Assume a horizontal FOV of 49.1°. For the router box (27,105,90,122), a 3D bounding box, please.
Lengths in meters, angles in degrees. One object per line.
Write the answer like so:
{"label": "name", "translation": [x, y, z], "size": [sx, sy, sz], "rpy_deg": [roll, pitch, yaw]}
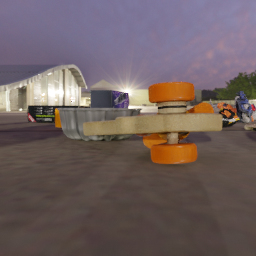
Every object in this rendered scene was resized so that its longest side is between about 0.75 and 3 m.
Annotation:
{"label": "router box", "translation": [-2.846, -0.613, 12.058], "size": [2.315, 0.719, 1.734], "rpy_deg": [2, 4, 12]}

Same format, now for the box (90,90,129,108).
{"label": "box", "translation": [-0.668, -0.789, 10.771], "size": [0.896, 1.271, 1.717], "rpy_deg": [2, 5, 21]}

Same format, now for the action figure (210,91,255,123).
{"label": "action figure", "translation": [4.419, -0.733, 11.630], "size": [2.057, 1.112, 2.127], "rpy_deg": [6, 31, 18]}

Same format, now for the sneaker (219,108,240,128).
{"label": "sneaker", "translation": [2.760, -0.327, 8.193], "size": [1.217, 0.548, 0.426], "rpy_deg": [-4, -30, -40]}

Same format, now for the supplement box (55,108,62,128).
{"label": "supplement box", "translation": [-1.334, -0.327, 8.737], "size": [1.027, 0.599, 1.630], "rpy_deg": [3, 4, 28]}

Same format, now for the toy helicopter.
{"label": "toy helicopter", "translation": [0.236, -0.047, 3.719], "size": [2.055, 0.810, 1.359], "rpy_deg": [-3, 1, 41]}

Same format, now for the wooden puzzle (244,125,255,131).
{"label": "wooden puzzle", "translation": [3.755, 0.003, 7.132], "size": [1.081, 0.218, 1.169], "rpy_deg": [-1, -1, -9]}

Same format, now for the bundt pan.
{"label": "bundt pan", "translation": [-0.517, -0.090, 5.358], "size": [1.610, 0.604, 1.610], "rpy_deg": [-1, 4, 0]}
